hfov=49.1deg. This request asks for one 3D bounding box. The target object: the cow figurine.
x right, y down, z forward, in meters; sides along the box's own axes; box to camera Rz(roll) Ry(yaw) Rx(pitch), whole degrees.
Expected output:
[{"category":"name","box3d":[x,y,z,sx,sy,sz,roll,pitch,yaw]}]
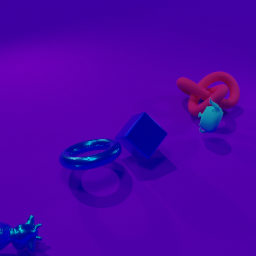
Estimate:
[{"category":"cow figurine","box3d":[-1.978,1.693,4.431,1.072,1.090,0.598,-9,62,-4]}]

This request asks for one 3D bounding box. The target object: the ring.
[{"category":"ring","box3d":[-0.805,0.541,6.030,1.363,0.273,1.363,-9,15,2]}]

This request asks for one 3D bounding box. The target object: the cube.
[{"category":"cube","box3d":[0.287,0.186,6.462,0.758,0.758,0.758,-51,13,-16]}]

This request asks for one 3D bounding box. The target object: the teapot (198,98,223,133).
[{"category":"teapot","box3d":[2.041,-0.269,7.008,0.542,1.107,0.688,22,45,13]}]

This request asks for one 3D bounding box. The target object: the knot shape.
[{"category":"knot shape","box3d":[2.267,-1.096,8.415,1.776,0.877,1.898,24,41,38]}]
